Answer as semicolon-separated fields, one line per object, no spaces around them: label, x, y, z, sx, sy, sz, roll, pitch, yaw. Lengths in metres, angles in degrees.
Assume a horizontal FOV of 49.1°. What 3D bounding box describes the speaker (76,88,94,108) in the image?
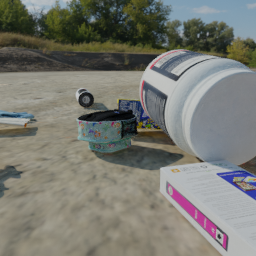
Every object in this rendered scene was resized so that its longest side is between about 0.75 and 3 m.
speaker;-2.062;-1.446;13.256;0.737;0.737;1.815;-3;14;-13

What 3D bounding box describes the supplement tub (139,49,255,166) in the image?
supplement tub;1.531;-0.577;6.095;2.007;2.007;2.861;-3;21;-13

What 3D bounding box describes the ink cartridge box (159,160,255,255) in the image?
ink cartridge box;1.565;1.103;3.570;1.319;0.516;2.785;-4;12;-18

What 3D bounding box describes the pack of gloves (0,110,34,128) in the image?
pack of gloves;-4.706;-0.209;9.189;2.981;0.588;2.505;5;9;-10

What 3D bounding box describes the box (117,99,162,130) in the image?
box;0.979;-0.386;8.214;2.617;0.842;0.917;4;6;-4

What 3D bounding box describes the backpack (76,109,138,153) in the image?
backpack;-0.551;0.048;6.692;1.176;0.997;1.324;9;10;40
